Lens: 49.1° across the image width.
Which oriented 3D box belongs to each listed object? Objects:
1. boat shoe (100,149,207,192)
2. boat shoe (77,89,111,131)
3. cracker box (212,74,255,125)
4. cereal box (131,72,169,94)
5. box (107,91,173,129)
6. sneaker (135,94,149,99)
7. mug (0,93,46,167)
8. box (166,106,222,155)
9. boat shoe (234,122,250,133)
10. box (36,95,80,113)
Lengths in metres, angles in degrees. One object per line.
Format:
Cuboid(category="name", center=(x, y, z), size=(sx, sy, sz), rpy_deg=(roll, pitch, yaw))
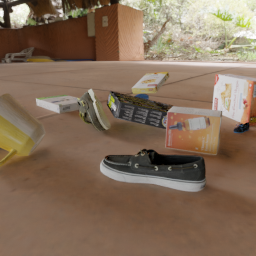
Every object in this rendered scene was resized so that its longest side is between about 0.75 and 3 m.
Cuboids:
Cuboid(category="boat shoe", center=(0.529, 0.824, 6.362), size=(2.475, 0.701, 0.849), rpy_deg=(6, 18, 20))
Cuboid(category="boat shoe", center=(-1.372, -0.585, 10.621), size=(0.865, 1.034, 2.892), rpy_deg=(-30, 31, 1))
Cuboid(category="cracker box", center=(4.477, -1.255, 11.489), size=(0.726, 1.687, 2.518), rpy_deg=(-5, 17, -14))
Cuboid(category="cereal box", center=(0.922, -1.830, 11.291), size=(1.050, 0.288, 1.459), rpy_deg=(2, 34, 31))
Cuboid(category="box", center=(0.690, -0.615, 10.157), size=(2.694, 0.596, 2.159), rpy_deg=(11, 15, -15))
Cuboid(category="sneaker", center=(0.397, -1.328, 13.844), size=(1.619, 0.534, 0.635), rpy_deg=(-9, 29, -26))
Cuboid(category="mug", center=(-3.165, 0.175, 7.591), size=(1.431, 1.743, 1.396), rpy_deg=(35, -9, -7))
Cuboid(category="box", center=(1.920, 0.044, 8.184), size=(1.480, 1.127, 0.787), rpy_deg=(6, 18, 20))
Cuboid(category="boat shoe", center=(3.983, -0.032, 9.868), size=(0.364, 0.297, 0.866), rpy_deg=(16, 23, 42))
Cuboid(category="box", center=(-3.199, -1.206, 13.580), size=(1.625, 0.409, 2.252), rpy_deg=(-15, 24, -40))
